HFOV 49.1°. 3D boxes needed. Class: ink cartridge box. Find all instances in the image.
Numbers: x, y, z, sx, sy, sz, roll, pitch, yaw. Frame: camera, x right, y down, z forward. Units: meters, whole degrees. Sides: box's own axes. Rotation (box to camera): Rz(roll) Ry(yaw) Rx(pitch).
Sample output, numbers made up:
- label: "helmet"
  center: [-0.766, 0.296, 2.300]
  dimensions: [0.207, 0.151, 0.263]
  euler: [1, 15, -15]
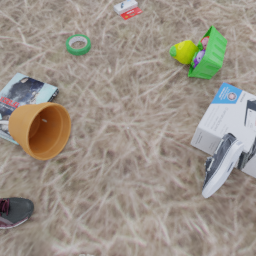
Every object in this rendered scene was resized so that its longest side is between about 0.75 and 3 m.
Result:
- label: "ink cartridge box"
  center: [0.015, -5.573, 13.100]
  dimensions: [1.060, 0.237, 0.934]
  euler: [-32, 63, -17]
- label: "ink cartridge box"
  center: [3.925, 0.162, 9.081]
  dimensions: [2.986, 1.257, 2.159]
  euler: [28, 63, 16]

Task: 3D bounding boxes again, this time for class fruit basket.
- label: "fruit basket"
  center: [2.692, -3.014, 11.004]
  dimensions: [2.051, 1.479, 2.051]
  euler: [7, 64, -15]

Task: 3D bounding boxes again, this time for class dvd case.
- label: "dvd case"
  center: [-4.003, -0.793, 10.229]
  dimensions: [1.886, 0.284, 2.584]
  euler: [22, 63, 13]

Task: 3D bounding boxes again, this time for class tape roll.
- label: "tape roll"
  center: [-2.100, -3.533, 11.875]
  dimensions: [1.048, 0.252, 1.048]
  euler: [0, 60, -1]

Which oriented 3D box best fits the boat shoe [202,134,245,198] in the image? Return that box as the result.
- label: "boat shoe"
  center: [2.622, 1.131, 8.298]
  dimensions: [0.737, 2.054, 0.696]
  euler: [-8, 37, -43]

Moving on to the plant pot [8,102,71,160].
- label: "plant pot"
  center: [-2.925, -0.008, 9.023]
  dimensions: [1.281, 1.831, 1.831]
  euler: [16, 59, 29]

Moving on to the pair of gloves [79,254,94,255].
- label: "pair of gloves"
  center: [-0.609, 4.204, 7.234]
  dimensions: [1.854, 0.325, 1.576]
  euler: [8, 62, 6]

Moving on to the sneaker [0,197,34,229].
- label: "sneaker"
  center: [-3.936, 2.277, 7.769]
  dimensions: [2.338, 1.350, 0.885]
  euler: [-7, 60, -4]
